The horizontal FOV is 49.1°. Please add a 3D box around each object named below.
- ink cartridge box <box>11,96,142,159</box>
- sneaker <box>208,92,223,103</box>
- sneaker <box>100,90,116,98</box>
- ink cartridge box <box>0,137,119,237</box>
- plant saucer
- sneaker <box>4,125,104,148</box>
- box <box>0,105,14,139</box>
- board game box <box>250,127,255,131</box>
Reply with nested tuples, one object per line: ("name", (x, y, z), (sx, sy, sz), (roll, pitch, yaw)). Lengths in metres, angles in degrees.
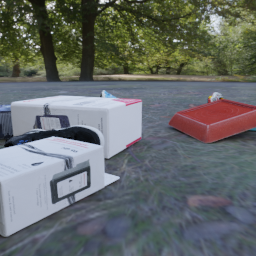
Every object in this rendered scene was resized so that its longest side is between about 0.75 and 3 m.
("ink cartridge box", (-1.191, -0.148, 6.840), (2.595, 1.095, 1.879), (5, 13, 24))
("sneaker", (4.588, -1.386, 14.357), (0.697, 0.660, 1.696), (11, 25, 27))
("sneaker", (-0.944, -1.248, 13.662), (0.983, 0.857, 2.185), (19, 12, -8))
("ink cartridge box", (-1.174, 0.625, 4.080), (1.196, 0.700, 2.062), (8, 14, 35))
("plant saucer", (2.588, -0.340, 8.171), (2.220, 0.407, 2.215), (-17, 19, -14))
("sneaker", (-1.509, 0.420, 5.354), (1.957, 0.715, 1.095), (-3, 12, 26))
("box", (-3.126, -0.229, 8.000), (1.321, 0.820, 1.331), (-3, 12, -19))
("board game box", (3.347, -0.242, 9.059), (1.678, 0.394, 1.267), (4, 11, 18))
